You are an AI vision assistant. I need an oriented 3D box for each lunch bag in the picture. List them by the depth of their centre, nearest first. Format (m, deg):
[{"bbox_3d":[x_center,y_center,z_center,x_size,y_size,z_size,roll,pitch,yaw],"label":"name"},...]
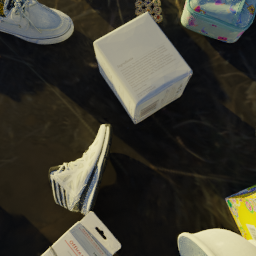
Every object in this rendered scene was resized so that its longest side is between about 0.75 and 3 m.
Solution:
[{"bbox_3d":[2.818,-3.841,8.048,2.021,0.972,2.521,22,78,5],"label":"lunch bag"}]

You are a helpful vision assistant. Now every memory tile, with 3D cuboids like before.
[{"bbox_3d":[0.614,-3.647,8.458,0.802,0.088,1.046,-3,77,-1],"label":"memory tile"}]

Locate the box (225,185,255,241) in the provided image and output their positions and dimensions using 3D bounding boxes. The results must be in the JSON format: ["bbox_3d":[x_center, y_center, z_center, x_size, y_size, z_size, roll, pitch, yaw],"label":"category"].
[{"bbox_3d":[4.339,2.412,6.133,2.879,1.823,2.989,-21,77,-5],"label":"box"}]

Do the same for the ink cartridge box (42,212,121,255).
[{"bbox_3d":[-1.242,2.984,6.320,1.964,0.655,1.138,-45,80,9],"label":"ink cartridge box"}]

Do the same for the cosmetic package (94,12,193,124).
[{"bbox_3d":[0.330,-1.450,7.161,1.594,1.604,1.917,-32,79,-7],"label":"cosmetic package"}]

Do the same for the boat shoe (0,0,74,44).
[{"bbox_3d":[-3.056,-3.276,7.748,3.021,1.288,1.116,16,77,4],"label":"boat shoe"}]

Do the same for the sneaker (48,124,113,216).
[{"bbox_3d":[-1.227,0.879,6.984,1.341,0.880,2.331,16,79,2],"label":"sneaker"}]

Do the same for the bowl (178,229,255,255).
[{"bbox_3d":[2.322,3.163,5.498,1.322,2.941,2.941,-25,78,-14],"label":"bowl"}]
